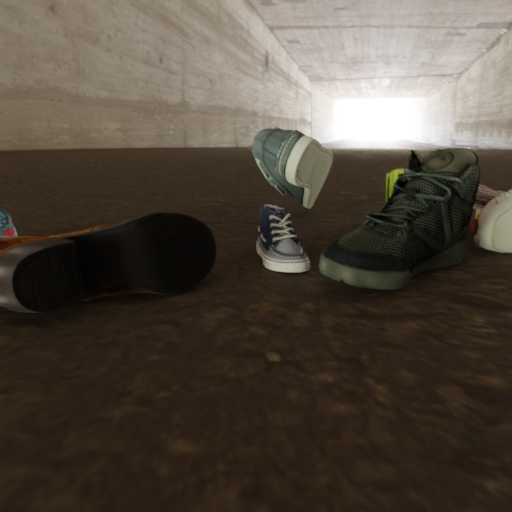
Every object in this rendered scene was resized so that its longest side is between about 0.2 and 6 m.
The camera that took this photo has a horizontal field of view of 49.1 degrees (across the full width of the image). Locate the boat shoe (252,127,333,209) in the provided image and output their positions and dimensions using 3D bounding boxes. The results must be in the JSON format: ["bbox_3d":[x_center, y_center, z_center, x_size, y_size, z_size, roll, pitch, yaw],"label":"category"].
[{"bbox_3d":[0.767,-1.800,11.242,1.060,1.249,3.430,24,3,14],"label":"boat shoe"}]

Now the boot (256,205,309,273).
[{"bbox_3d":[0.328,-0.280,7.994,0.599,0.743,1.646,-4,14,-15],"label":"boot"}]

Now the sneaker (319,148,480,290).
[{"bbox_3d":[1.858,-0.538,7.008,2.873,1.646,1.098,-14,28,-40],"label":"sneaker"}]

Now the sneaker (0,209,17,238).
[{"bbox_3d":[-4.343,-0.613,8.490,0.961,1.158,2.423,-1,13,-5],"label":"sneaker"}]

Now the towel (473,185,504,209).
[{"bbox_3d":[3.670,-1.062,9.809,1.535,0.314,2.098,8,3,-14],"label":"towel"}]

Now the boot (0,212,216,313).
[{"bbox_3d":[-2.289,0.059,7.010,2.709,0.985,2.878,-22,17,-40],"label":"boot"}]

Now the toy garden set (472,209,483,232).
[{"bbox_3d":[5.036,-0.766,10.698,1.845,0.442,2.213,3,14,14],"label":"toy garden set"}]

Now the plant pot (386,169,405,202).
[{"bbox_3d":[3.239,-1.276,11.660,1.060,1.066,0.967,-1,7,-3],"label":"plant pot"}]

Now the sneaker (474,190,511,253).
[{"bbox_3d":[4.585,-0.457,8.496,2.677,1.006,1.085,-5,23,-17],"label":"sneaker"}]
